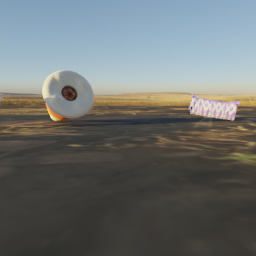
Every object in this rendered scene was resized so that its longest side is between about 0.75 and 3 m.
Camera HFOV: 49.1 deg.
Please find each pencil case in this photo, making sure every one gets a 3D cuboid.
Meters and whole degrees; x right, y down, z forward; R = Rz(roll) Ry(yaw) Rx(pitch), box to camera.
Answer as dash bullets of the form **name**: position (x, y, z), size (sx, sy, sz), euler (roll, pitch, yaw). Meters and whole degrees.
- **pencil case**: position (2.706, -0.656, 8.910), size (1.497, 0.640, 0.628), euler (11, 22, 10)

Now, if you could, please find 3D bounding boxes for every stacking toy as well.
- **stacking toy**: position (-2.105, -0.742, 8.860), size (1.517, 1.517, 2.077), euler (-3, -16, -30)

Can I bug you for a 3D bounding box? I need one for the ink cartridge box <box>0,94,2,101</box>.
- **ink cartridge box**: position (-3.588, -0.463, 7.091), size (0.536, 0.925, 0.309), euler (-15, -34, 27)
